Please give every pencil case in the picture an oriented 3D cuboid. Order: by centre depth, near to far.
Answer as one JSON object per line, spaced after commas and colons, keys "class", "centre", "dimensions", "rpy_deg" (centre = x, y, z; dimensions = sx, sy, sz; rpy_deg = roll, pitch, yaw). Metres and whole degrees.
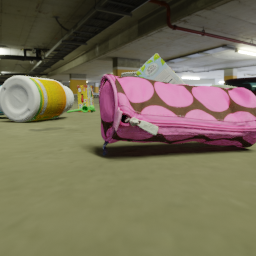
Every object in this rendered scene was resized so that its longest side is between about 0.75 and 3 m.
{"class": "pencil case", "centre": [0.823, -0.181, 4.263], "dimensions": [2.531, 1.149, 1.186], "rpy_deg": [0, 7, -17]}

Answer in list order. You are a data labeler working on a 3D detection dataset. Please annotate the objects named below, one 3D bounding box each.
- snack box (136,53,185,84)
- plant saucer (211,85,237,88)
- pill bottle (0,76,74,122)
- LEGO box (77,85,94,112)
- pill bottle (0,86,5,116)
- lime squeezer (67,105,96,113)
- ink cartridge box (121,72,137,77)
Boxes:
{"class": "snack box", "centre": [1.057, -0.847, 7.061], "dimensions": [0.684, 1.836, 2.581], "rpy_deg": [-42, 3, 7]}
{"class": "plant saucer", "centre": [3.947, -1.147, 11.216], "dimensions": [2.987, 0.750, 2.987], "rpy_deg": [16, -2, 0]}
{"class": "pill bottle", "centre": [-3.184, -1.068, 10.404], "dimensions": [1.536, 1.536, 2.765], "rpy_deg": [2, 6, 18]}
{"class": "LEGO box", "centre": [-2.548, -1.772, 16.864], "dimensions": [0.605, 1.568, 1.167], "rpy_deg": [0, 7, 12]}
{"class": "pill bottle", "centre": [-5.105, -1.088, 11.252], "dimensions": [2.128, 1.179, 1.179], "rpy_deg": [-5, 3, 26]}
{"class": "lime squeezer", "centre": [-2.423, -1.084, 15.983], "dimensions": [0.788, 0.421, 2.231], "rpy_deg": [5, 8, 37]}
{"class": "ink cartridge box", "centre": [0.406, -1.294, 11.193], "dimensions": [1.668, 0.960, 2.879], "rpy_deg": [-6, -9, -9]}
